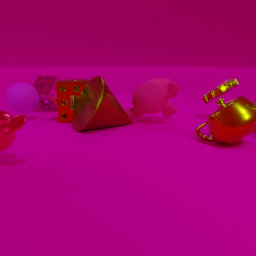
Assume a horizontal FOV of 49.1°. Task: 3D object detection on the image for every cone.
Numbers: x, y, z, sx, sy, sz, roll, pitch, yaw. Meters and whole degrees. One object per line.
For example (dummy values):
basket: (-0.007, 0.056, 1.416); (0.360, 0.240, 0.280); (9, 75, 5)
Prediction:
cone: (-0.478, -0.405, 7.938); (1.604, 1.598, 1.598); (23, 0, -30)

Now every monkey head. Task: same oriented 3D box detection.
monkey head: (-2.411, 0.200, 4.821); (1.485, 1.068, 0.895); (-30, -37, 34)
monkey head: (0.878, -0.780, 8.523); (1.997, 1.437, 1.203); (-30, 15, 33)

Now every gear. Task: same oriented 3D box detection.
gear: (2.953, -1.174, 8.977); (1.170, 0.216, 1.170); (-29, -7, -4)

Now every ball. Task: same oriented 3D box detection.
ball: (-3.293, -0.924, 8.748); (0.974, 0.974, 0.974); (0, 13, 0)

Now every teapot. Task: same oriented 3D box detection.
teapot: (2.347, -0.276, 6.224); (1.942, 0.951, 1.208); (-36, -4, 34)

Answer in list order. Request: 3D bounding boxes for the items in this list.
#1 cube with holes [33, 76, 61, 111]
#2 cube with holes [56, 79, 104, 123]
cube with holes: (-2.948, -1.306, 10.530); (0.925, 0.925, 0.925); (5, -30, 21)
cube with holes: (-1.458, -0.895, 8.939); (1.247, 1.247, 1.247); (1, 13, 5)
